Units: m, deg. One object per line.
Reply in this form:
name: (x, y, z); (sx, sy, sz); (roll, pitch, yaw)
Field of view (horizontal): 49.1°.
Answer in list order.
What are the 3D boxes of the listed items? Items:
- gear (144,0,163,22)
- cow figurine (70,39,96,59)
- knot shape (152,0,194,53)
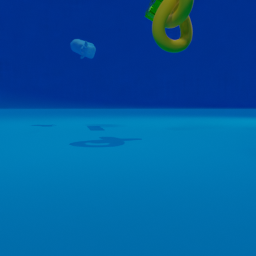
gear: (0.959, -3.591, 7.326); (0.292, 1.578, 1.578); (27, -1, -12)
cow figurine: (-1.330, -2.316, 8.140); (0.924, 0.507, 0.909); (24, 17, 12)
knot shape: (0.746, -1.970, 4.408); (0.602, 1.302, 1.218); (7, -23, 14)
